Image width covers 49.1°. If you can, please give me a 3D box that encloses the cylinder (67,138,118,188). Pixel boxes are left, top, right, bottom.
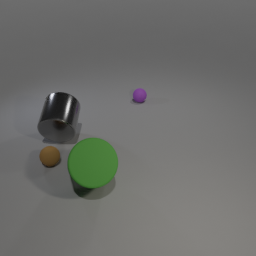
[{"bbox_3d":[-1.093,1.063,8.353,1.400,1.400,1.400,-8,-8,-13],"label":"cylinder"}]

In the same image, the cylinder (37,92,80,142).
[{"bbox_3d":[-2.615,-0.413,10.746,1.400,1.400,1.400,1,51,2],"label":"cylinder"}]

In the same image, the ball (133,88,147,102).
[{"bbox_3d":[0.589,-1.640,14.016,0.700,0.700,0.700,0,31,0],"label":"ball"}]

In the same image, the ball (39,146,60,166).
[{"bbox_3d":[-2.716,0.972,9.734,0.700,0.700,0.700,0,31,0],"label":"ball"}]
